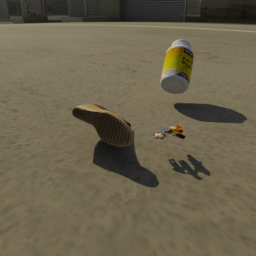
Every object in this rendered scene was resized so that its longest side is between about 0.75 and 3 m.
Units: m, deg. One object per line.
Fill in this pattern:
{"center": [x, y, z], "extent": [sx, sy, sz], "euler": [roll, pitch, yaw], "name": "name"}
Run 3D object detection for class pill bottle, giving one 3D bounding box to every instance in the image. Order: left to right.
{"center": [1.940, -2.412, 10.877], "extent": [1.105, 1.105, 2.023], "euler": [7, 65, 15], "name": "pill bottle"}

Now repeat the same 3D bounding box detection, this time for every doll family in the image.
{"center": [1.079, 0.080, 7.135], "extent": [0.880, 0.396, 0.546], "euler": [-2, 8, -15], "name": "doll family"}

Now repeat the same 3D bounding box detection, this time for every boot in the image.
{"center": [-0.334, -0.135, 7.838], "extent": [2.106, 0.762, 1.752], "euler": [28, 13, 29], "name": "boot"}
